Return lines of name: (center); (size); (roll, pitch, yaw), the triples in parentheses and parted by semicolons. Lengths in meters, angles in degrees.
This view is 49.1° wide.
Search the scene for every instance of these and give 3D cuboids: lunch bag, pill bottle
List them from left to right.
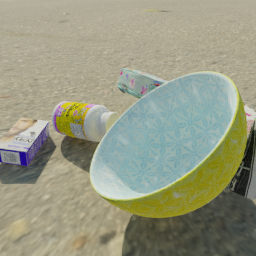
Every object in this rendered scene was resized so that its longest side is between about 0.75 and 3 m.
pill bottle: (-1.067, -0.170, 7.297); (1.807, 0.942, 0.942); (9, 30, 33)
lunch bag: (0.730, -1.252, 8.942); (2.037, 0.785, 1.633); (9, 18, -34)

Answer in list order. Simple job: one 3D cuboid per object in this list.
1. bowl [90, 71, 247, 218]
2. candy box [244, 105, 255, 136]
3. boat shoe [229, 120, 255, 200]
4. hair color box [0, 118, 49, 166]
bowl: (0.909, 0.532, 5.119); (2.945, 1.585, 2.945); (-32, 26, 18)
candy box: (3.017, 0.143, 7.299); (1.438, 0.643, 2.109); (-6, 31, -13)
boat shoe: (2.165, 0.546, 5.142); (0.632, 1.849, 0.683); (13, 46, 26)
hair color box: (-2.660, 0.311, 7.172); (0.807, 0.479, 1.477); (7, 29, 2)
